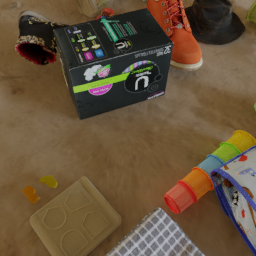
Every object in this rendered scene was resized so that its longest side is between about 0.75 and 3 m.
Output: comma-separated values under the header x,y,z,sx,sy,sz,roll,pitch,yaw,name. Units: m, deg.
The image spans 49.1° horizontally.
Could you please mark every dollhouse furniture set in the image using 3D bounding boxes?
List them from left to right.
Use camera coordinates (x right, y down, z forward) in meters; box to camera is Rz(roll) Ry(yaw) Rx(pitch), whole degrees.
x,y,z,sx,sy,sz,roll,pitch,yaw,name
-1.935,-4.726,9.808,2.515,1.581,2.844,18,54,42,dollhouse furniture set

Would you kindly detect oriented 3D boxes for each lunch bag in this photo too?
x,y,z,sx,sy,sz,roll,pitch,yaw,name
2.982,1.382,5.267,2.002,1.458,2.355,-25,67,-16,lunch bag

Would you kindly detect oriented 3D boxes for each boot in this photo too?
x,y,z,sx,sy,sz,roll,pitch,yaw,name
-1.945,-2.234,7.383,1.995,0.730,1.502,17,42,-26,boot
1.301,-3.011,8.217,1.112,1.589,2.964,-19,59,-14,boot

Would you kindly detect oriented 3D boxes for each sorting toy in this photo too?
x,y,z,sx,sy,sz,roll,pitch,yaw,name
-1.256,1.700,5.784,1.441,0.259,1.934,-38,63,-18,sorting toy

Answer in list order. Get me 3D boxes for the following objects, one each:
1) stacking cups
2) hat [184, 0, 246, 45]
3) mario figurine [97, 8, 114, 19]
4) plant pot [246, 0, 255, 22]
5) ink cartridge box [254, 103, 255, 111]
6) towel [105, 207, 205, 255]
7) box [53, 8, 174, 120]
x,y,z,sx,sy,sz,roll,pitch,yaw,name
1.818,0.972,6.005,2.352,0.711,0.711,-36,63,-20,stacking cups
2.773,-3.776,9.107,2.320,0.936,2.320,0,53,-1,hat
-0.763,-3.526,9.353,0.634,0.544,1.027,36,68,-19,mario figurine
4.930,-3.674,8.774,1.718,1.718,1.580,-38,75,-23,plant pot
3.833,-0.107,6.825,0.922,0.530,1.574,-4,56,-3,ink cartridge box
0.377,2.742,4.557,2.429,1.040,2.011,-39,64,-23,towel
-0.374,-1.600,7.063,2.452,1.821,1.524,-19,57,-12,box
